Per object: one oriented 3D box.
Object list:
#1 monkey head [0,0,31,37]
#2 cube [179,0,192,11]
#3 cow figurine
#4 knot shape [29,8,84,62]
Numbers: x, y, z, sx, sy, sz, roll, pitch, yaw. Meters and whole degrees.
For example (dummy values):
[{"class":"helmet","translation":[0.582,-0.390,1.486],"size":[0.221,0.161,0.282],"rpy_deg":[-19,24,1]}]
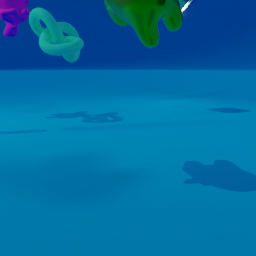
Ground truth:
[{"class":"monkey head","translation":[-3.601,-3.478,8.452],"size":[1.008,1.203,1.672],"rpy_deg":[50,40,13]},{"class":"cube","translation":[1.623,-4.355,9.260],"size":[0.872,0.872,0.872],"rpy_deg":[-50,4,-23]},{"class":"cow figurine","translation":[-0.072,-2.001,3.519],"size":[0.910,1.630,1.657],"rpy_deg":[-37,55,-1]},{"class":"knot shape","translation":[-2.120,-2.718,8.152],"size":[1.740,0.859,1.859],"rpy_deg":[39,16,-11]}]
